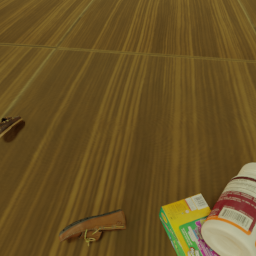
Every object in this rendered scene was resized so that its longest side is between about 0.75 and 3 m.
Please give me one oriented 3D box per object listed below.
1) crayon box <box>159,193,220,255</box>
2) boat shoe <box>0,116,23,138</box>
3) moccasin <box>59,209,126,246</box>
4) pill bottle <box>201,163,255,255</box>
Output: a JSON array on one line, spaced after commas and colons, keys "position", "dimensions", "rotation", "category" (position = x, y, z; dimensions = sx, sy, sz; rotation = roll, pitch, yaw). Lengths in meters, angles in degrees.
[{"position": [1.300, 2.059, 5.206], "dimensions": [0.895, 0.439, 1.506], "rotation": [-14, 49, -15], "category": "crayon box"}, {"position": [-3.247, -0.131, 7.565], "dimensions": [0.380, 0.380, 1.081], "rotation": [-38, 11, 19], "category": "boat shoe"}, {"position": [-0.649, 1.944, 5.330], "dimensions": [1.325, 0.485, 0.511], "rotation": [-3, 69, -34], "category": "moccasin"}, {"position": [1.956, 1.349, 4.666], "dimensions": [0.884, 0.884, 1.549], "rotation": [28, 53, 27], "category": "pill bottle"}]
